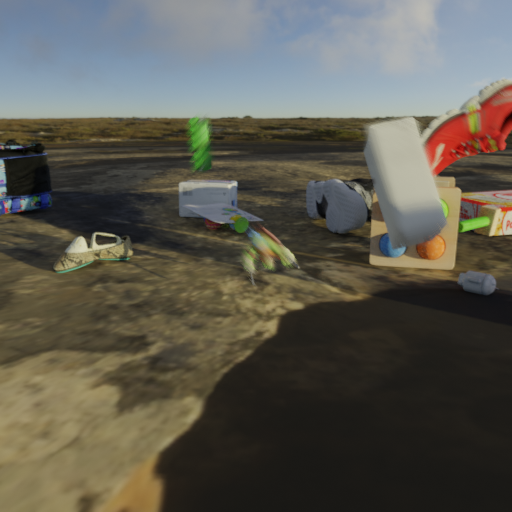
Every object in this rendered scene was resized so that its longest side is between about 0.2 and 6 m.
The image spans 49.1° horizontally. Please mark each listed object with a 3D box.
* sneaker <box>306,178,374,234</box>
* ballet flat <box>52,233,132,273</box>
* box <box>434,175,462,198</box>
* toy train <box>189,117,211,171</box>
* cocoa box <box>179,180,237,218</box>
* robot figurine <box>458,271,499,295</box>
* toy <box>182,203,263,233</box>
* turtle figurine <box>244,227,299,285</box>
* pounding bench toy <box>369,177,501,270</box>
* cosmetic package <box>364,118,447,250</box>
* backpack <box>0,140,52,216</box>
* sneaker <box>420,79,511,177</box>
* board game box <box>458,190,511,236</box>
[{"bbox_3d":[2.314,-1.257,12.818,1.734,1.150,3.047,-5,13,-11],"label":"sneaker"},{"bbox_3d":[-2.825,-0.115,9.674,1.478,0.557,0.501,-13,20,-41],"label":"ballet flat"},{"bbox_3d":[3.588,-1.284,11.140,0.966,0.362,0.484,22,-13,-33],"label":"box"},{"bbox_3d":[-1.211,-2.472,12.277,0.376,1.335,0.279,-9,-19,2],"label":"toy train"},{"bbox_3d":[-1.196,-1.443,14.129,1.309,0.873,0.859,3,15,12],"label":"cocoa box"},{"bbox_3d":[3.250,0.397,8.194,0.548,0.309,0.464,13,-2,39],"label":"robot figurine"},{"bbox_3d":[-0.799,-0.818,12.599,1.107,0.454,1.923,-6,16,-31],"label":"toy"},{"bbox_3d":[0.204,0.105,8.218,0.941,0.677,0.912,49,8,19],"label":"turtle figurine"},{"bbox_3d":[3.207,-0.604,9.874,2.236,1.389,1.744,3,15,14],"label":"pounding bench toy"},{"bbox_3d":[2.222,-1.066,8.493,0.704,1.736,0.979,-12,-15,3],"label":"cosmetic package"},{"bbox_3d":[-6.843,-1.948,14.249,2.637,1.774,2.408,-17,22,-39],"label":"backpack"},{"bbox_3d":[3.527,-1.951,9.060,0.962,2.266,0.873,54,5,36],"label":"sneaker"},{"bbox_3d":[5.927,-1.042,13.027,2.785,0.645,2.110,-5,15,-17],"label":"board game box"}]
